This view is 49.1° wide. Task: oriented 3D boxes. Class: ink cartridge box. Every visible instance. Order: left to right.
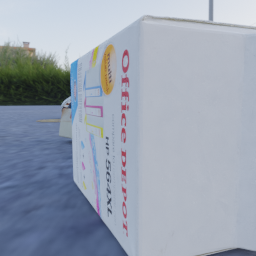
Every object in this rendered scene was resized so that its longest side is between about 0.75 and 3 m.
[{"bbox_3d":[0.342,0.002,2.161,1.231,1.264,1.966,-3,5,-21],"label":"ink cartridge box"}]

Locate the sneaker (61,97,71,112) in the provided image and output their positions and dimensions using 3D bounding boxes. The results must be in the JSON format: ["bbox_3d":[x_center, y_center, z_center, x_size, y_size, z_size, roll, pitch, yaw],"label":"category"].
[{"bbox_3d":[-2.232,-0.849,12.613,1.098,1.112,2.800,3,-21,-33],"label":"sneaker"}]

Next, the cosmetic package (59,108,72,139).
[{"bbox_3d":[-0.666,-0.035,5.469,1.398,0.610,0.723,8,0,45],"label":"cosmetic package"}]

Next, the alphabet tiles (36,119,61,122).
[{"bbox_3d":[-2.882,-0.304,11.523,1.564,0.050,1.302,0,5,0],"label":"alphabet tiles"}]
